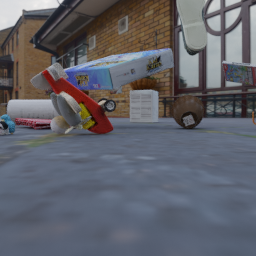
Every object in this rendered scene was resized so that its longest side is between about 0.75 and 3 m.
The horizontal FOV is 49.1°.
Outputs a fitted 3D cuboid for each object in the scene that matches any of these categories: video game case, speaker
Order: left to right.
[{"bbox_3d":[-3.559,-0.652,11.508,2.546,1.034,1.034,-1,3,0],"label":"speaker"},{"bbox_3d":[-0.465,-1.858,8.840,2.568,0.644,2.833,-28,24,-37],"label":"video game case"},{"bbox_3d":[3.635,-1.723,8.891,1.194,0.104,0.853,19,-25,39],"label":"video game case"}]

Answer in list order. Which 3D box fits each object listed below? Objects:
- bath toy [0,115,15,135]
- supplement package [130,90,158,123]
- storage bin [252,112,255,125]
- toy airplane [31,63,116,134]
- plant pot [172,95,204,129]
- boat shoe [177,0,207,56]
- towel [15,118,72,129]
[{"bbox_3d":[-2.536,-0.054,5.050,0.475,0.404,1.093,0,3,14],"label":"bath toy"},{"bbox_3d":[0.881,-1.144,15.081,1.265,1.680,1.275,1,3,20],"label":"supplement package"},{"bbox_3d":[3.860,-0.574,6.978,1.387,1.280,1.906,1,2,24],"label":"storage bin"},{"bbox_3d":[-1.157,-0.431,5.322,1.598,1.132,1.605,32,-3,23],"label":"toy airplane"},{"bbox_3d":[1.694,-0.358,7.842,0.950,0.950,1.016,0,18,10],"label":"plant pot"},{"bbox_3d":[1.628,-2.864,7.278,0.741,2.036,0.629,-4,-11,0],"label":"boat shoe"},{"bbox_3d":[-2.401,-0.121,8.511,1.532,0.238,2.119,1,3,-36],"label":"towel"}]
